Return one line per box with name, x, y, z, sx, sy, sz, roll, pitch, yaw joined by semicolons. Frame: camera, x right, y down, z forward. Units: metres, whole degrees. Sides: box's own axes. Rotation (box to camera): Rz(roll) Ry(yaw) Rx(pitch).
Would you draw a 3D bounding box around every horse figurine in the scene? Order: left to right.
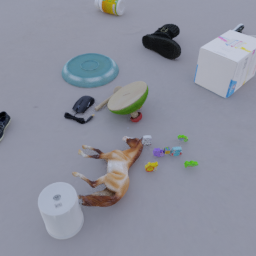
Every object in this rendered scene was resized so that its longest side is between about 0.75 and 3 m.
horse figurine;-0.552;1.187;7.627;1.827;0.688;2.756;9;37;-1

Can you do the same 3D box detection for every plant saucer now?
plant saucer;-1.589;-2.516;11.730;2.417;0.331;2.417;0;45;0

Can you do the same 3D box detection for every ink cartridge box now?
ink cartridge box;4.001;-2.599;10.914;1.537;1.578;2.455;34;53;31

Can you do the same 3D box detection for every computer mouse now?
computer mouse;-1.518;-0.722;9.895;0.978;0.321;1.393;24;50;23

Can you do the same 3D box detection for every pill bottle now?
pill bottle;-1.041;-6.990;15.868;1.619;0.899;0.899;20;48;20

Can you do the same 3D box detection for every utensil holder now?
utensil holder;-1.576;1.943;6.623;0.936;1.102;0.936;0;44;0

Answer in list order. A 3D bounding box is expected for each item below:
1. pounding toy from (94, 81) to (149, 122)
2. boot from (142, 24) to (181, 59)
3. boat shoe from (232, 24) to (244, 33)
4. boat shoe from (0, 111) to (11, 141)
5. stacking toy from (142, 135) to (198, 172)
pounding toy;0.021;-0.797;9.760;1.975;0.917;1.525;6;48;49
boot;1.936;-4.078;12.935;1.675;0.843;2.240;-33;53;-29
boat shoe;5.422;-4.739;13.936;1.366;0.469;0.387;-38;61;-24
boat shoe;-4.237;-0.009;9.096;0.516;0.431;1.383;6;46;3
stacking toy;1.202;0.740;8.419;1.538;0.361;1.159;-2;45;-6
